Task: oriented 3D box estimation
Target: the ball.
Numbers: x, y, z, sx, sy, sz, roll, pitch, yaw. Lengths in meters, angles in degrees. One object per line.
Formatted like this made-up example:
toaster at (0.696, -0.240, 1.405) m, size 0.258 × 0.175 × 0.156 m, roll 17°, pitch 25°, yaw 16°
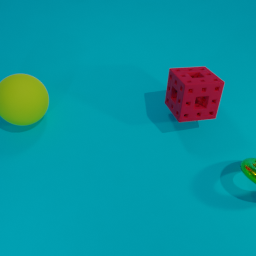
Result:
ball at (-2.825, -0.752, 7.481) m, size 1.372 × 1.372 × 1.372 m, roll 0°, pitch 58°, yaw 0°

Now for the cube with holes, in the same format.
cube with holes at (1.693, -0.908, 7.362) m, size 1.046 × 1.046 × 1.046 m, roll -6°, pitch 35°, yaw -13°

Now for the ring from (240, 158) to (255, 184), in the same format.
ring at (3.363, 1.129, 6.563) m, size 1.443 × 0.289 × 1.443 m, roll 15°, pitch 19°, yaw -5°
